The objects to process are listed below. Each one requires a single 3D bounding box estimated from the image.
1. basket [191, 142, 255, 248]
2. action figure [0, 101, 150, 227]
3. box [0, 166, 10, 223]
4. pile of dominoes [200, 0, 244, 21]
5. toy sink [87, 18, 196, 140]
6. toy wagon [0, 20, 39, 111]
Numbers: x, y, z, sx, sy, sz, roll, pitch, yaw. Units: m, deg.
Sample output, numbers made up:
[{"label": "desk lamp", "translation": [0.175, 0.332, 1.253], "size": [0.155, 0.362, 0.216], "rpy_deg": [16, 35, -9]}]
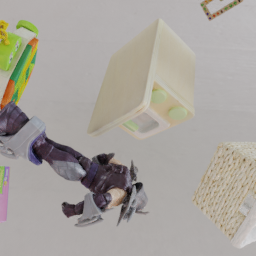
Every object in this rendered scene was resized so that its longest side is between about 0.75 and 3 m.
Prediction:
[{"label": "basket", "translation": [2.219, 1.084, 5.074], "size": [1.486, 1.472, 1.195], "rpy_deg": [2, 27, -39]}, {"label": "action figure", "translation": [-0.826, 0.669, 4.603], "size": [2.860, 1.861, 0.992], "rpy_deg": [33, 96, -8]}, {"label": "box", "translation": [-2.575, 1.263, 5.142], "size": [0.524, 1.084, 0.954], "rpy_deg": [8, 67, -32]}, {"label": "pile of dominoes", "translation": [2.709, -4.013, 8.537], "size": [0.226, 1.423, 1.109], "rpy_deg": [-44, 105, -29]}, {"label": "toy sink", "translation": [0.420, -0.765, 6.185], "size": [1.448, 1.684, 2.584], "rpy_deg": [35, 48, -28]}, {"label": "toy wagon", "translation": [-2.597, -1.213, 6.141], "size": [0.592, 2.994, 2.323], "rpy_deg": [24, 70, -16]}]
